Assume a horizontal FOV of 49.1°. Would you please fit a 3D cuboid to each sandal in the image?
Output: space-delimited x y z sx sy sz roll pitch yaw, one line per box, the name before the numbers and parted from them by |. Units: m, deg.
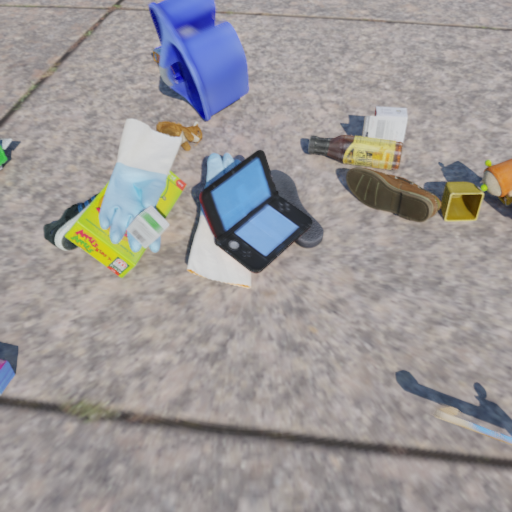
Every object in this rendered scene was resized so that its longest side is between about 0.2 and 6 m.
sandal | 0.640 -0.967 11.938 0.842 0.474 2.215 -18 57 -15

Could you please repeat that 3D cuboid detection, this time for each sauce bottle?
sauce bottle | 2.348 -2.499 13.325 2.181 0.720 0.720 8 44 12

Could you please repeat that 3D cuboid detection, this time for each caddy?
caddy | -1.532 -4.835 13.751 1.840 3.505 2.478 -31 80 -4

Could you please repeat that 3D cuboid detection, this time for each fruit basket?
fruit basket | -6.894 -2.191 13.056 1.907 0.894 1.766 -1 41 22

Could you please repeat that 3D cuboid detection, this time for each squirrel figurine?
squirrel figurine | -1.888 -3.059 13.890 1.008 0.764 1.080 -29 54 -36

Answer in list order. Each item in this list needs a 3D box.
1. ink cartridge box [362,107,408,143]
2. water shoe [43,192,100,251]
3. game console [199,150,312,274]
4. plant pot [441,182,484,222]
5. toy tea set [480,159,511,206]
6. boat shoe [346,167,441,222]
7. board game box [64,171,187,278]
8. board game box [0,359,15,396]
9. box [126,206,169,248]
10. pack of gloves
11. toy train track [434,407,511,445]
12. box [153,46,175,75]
ink cartridge box | 3.054 -2.985 13.497 0.986 1.124 0.471 5 44 6
water shoe | -3.532 -0.942 11.661 0.806 0.730 2.042 22 47 25
game console | 0.058 -0.872 10.773 1.600 1.102 1.857 37 57 19
plant pot | 4.339 -1.232 12.021 0.708 0.704 0.725 -2 38 -2
toy tea set | 5.362 -0.926 11.362 0.882 1.417 2.382 -28 48 4
boat shoe | 2.961 -1.363 12.172 2.116 0.761 0.719 34 41 27
board game box | -2.522 -0.955 11.255 1.331 0.624 2.621 40 43 -17
board game box | -5.285 2.331 8.405 2.263 0.491 2.252 10 46 11
box | -1.898 -0.508 9.830 0.488 0.490 0.420 46 41 -5
pack of gloves | -1.335 -1.308 11.041 3.007 0.706 3.579 16 48 -16
toy train track | 3.618 2.439 7.656 2.243 1.287 0.365 17 76 12
box | -2.337 -6.100 17.304 1.132 0.394 1.902 -27 48 -26
